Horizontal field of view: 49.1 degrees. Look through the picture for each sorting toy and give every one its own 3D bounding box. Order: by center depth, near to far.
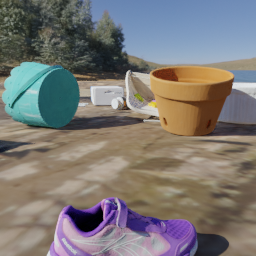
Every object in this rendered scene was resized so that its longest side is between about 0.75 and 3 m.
[{"bbox_3d":[1.122,-1.139,11.293,2.950,1.576,2.655,11,25,10],"label":"sorting toy"}]

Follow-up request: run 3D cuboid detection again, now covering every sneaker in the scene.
[{"bbox_3d":[-0.028,0.978,2.651,1.465,0.648,0.589,-1,10,-11],"label":"sneaker"}]

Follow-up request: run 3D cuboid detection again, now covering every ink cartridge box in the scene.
[{"bbox_3d":[-1.169,-1.799,15.324,1.612,0.931,2.209,-2,12,-10],"label":"ink cartridge box"}]

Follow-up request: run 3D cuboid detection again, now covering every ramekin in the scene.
[{"bbox_3d":[4.274,-0.970,10.412,2.679,1.306,2.679,0,11,0],"label":"ramekin"}]

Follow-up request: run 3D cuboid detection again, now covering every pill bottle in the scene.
[{"bbox_3d":[-0.235,-1.179,13.195,1.017,0.592,0.592,-11,16,-41],"label":"pill bottle"}]

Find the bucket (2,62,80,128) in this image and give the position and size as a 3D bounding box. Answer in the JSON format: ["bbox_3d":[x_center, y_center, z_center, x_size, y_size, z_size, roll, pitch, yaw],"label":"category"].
[{"bbox_3d":[-2.713,-1.056,9.105,1.440,2.213,2.213,11,15,28],"label":"bucket"}]

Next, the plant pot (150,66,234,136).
[{"bbox_3d":[1.775,-0.805,8.188,2.317,1.622,2.317,0,24,0],"label":"plant pot"}]

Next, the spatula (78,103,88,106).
[{"bbox_3d":[-3.006,-1.262,14.743,1.748,0.140,1.215,1,11,4],"label":"spatula"}]

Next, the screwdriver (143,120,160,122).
[{"bbox_3d":[1.501,-0.212,9.213,2.044,0.285,0.297,5,-16,10],"label":"screwdriver"}]
